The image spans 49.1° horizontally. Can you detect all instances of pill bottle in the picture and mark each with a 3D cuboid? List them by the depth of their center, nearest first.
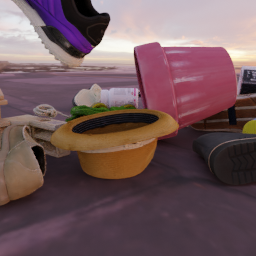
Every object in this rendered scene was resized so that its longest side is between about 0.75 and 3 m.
[{"bbox_3d":[-0.305,-1.093,10.414,1.352,0.767,0.767,1,13,1],"label":"pill bottle"}]

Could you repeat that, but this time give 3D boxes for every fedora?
[{"bbox_3d":[-0.172,0.266,4.568,2.059,0.840,2.059,-5,16,1],"label":"fedora"}]

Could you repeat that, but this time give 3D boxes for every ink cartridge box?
[{"bbox_3d":[4.037,-0.651,7.046,2.494,0.546,2.518,8,-16,19],"label":"ink cartridge box"}]

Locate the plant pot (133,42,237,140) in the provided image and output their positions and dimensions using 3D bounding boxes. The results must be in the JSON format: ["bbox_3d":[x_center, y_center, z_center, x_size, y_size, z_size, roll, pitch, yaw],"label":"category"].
[{"bbox_3d":[1.222,-0.916,6.149,1.875,2.095,2.095,-11,13,2],"label":"plant pot"}]

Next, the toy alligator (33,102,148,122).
[{"bbox_3d":[-0.635,-0.144,6.363,2.917,0.701,0.967,0,21,-24],"label":"toy alligator"}]

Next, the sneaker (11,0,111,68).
[{"bbox_3d":[-1.346,-2.536,4.627,1.422,2.860,0.994,-33,15,33],"label":"sneaker"}]

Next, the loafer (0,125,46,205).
[{"bbox_3d":[-1.539,0.474,4.143,0.635,0.716,1.883,-3,24,-15],"label":"loafer"}]

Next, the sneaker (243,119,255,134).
[{"bbox_3d":[3.453,0.083,5.487,2.155,0.797,0.886,9,14,30],"label":"sneaker"}]

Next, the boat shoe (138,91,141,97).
[{"bbox_3d":[0.787,-1.635,13.927,0.876,0.315,0.296,9,52,8],"label":"boat shoe"}]

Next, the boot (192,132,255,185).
[{"bbox_3d":[2.250,0.295,4.673,2.160,0.837,1.494,0,8,-3],"label":"boot"}]

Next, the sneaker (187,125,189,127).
[{"bbox_3d":[1.525,-0.448,8.210,0.687,0.594,1.585,0,12,22],"label":"sneaker"}]

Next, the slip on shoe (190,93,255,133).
[{"bbox_3d":[2.870,-0.321,6.784,2.804,1.066,0.849,-1,13,33],"label":"slip on shoe"}]

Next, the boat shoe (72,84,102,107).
[{"bbox_3d":[-1.620,-1.077,10.841,0.766,0.813,2.265,-29,10,21],"label":"boat shoe"}]

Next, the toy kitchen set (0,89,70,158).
[{"bbox_3d":[-2.131,-0.085,5.046,1.427,1.290,1.581,10,17,37],"label":"toy kitchen set"}]
